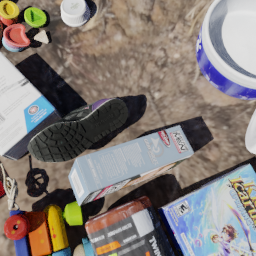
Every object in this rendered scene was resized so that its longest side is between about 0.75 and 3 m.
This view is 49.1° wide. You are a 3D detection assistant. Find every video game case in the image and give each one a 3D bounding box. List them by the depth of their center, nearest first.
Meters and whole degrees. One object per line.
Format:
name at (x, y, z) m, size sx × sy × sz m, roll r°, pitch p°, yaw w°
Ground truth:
video game case at (2.384, 2.544, 6.320) m, size 2.469 × 0.619 × 2.724 m, roll -22°, pitch 76°, yaw -17°

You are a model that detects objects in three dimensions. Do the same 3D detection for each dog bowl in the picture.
dog bowl at (3.386, -2.289, 7.544) m, size 2.944 × 1.160 × 2.944 m, roll 0°, pitch 74°, yaw 0°

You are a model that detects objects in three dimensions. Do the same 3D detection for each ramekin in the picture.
ramekin at (-1.571, -3.483, 8.253) m, size 0.884 × 0.412 × 0.884 m, roll 0°, pitch 74°, yaw 0°

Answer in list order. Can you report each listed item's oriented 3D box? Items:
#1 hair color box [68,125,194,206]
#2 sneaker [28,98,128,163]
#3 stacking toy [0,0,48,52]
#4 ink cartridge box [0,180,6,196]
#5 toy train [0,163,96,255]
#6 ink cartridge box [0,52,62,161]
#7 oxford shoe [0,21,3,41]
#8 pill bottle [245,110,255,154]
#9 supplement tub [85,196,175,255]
hair color box at (0.058, 0.821, 6.242) m, size 2.528 × 1.252 × 0.766 m, roll -17°, pitch 72°, yaw -26°
sneaker at (-1.260, 0.014, 6.937) m, size 2.491 × 1.091 × 0.943 m, roll -27°, pitch 113°, yaw -21°
stacking toy at (-3.057, -2.871, 8.176) m, size 1.290 × 0.602 × 1.425 m, roll -6°, pitch 77°, yaw -28°
ink cartridge box at (-4.576, 1.659, 6.608) m, size 2.731 × 0.918 × 1.587 m, roll -33°, pitch 78°, yaw -9°
toy train at (-1.826, 2.034, 6.437) m, size 1.720 × 1.258 × 2.972 m, roll -12°, pitch 75°, yaw -14°
ink cartridge box at (-3.106, -0.569, 7.177) m, size 1.661 × 0.974 × 2.269 m, roll -43°, pitch 78°, yaw -11°
oxford shoe at (-4.228, -2.294, 7.743) m, size 0.747 × 0.779 × 2.109 m, roll 22°, pitch 76°, yaw 6°
pill bottle at (4.531, 0.323, 6.596) m, size 2.930 × 1.627 × 1.627 m, roll 21°, pitch 76°, yaw 6°
supplement tub at (0.319, 3.064, 5.900) m, size 1.582 × 1.582 × 2.958 m, roll -24°, pitch 76°, yaw -6°
